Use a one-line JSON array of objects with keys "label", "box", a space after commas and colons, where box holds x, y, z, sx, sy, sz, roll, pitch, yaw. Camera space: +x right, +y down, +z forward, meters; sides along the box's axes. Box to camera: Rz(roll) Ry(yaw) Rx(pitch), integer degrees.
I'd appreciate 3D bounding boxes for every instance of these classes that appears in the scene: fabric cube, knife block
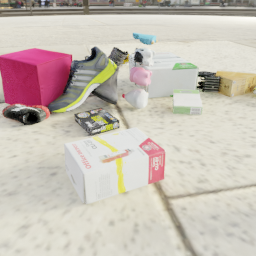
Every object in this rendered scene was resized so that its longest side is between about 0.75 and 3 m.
[{"label": "fabric cube", "box": [-3.051, -1.661, 9.597, 1.729, 1.735, 1.702, 16, 30, 23]}, {"label": "knife block", "box": [3.843, -1.905, 11.226, 2.137, 0.684, 1.876, -14, 31, -23]}]

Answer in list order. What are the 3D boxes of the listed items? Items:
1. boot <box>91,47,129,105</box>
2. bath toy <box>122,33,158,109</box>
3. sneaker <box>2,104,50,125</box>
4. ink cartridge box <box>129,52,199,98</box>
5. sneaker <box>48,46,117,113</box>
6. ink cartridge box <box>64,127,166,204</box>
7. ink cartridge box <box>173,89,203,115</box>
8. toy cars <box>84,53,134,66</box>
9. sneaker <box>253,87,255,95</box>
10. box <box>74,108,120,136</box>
[{"label": "boot", "box": [-0.588, -2.005, 10.013, 0.943, 1.779, 2.702, 25, 17, -26]}, {"label": "bath toy", "box": [0.359, -1.836, 9.203, 0.888, 2.403, 1.045, 14, 19, 16]}, {"label": "sneaker", "box": [-3.148, -0.402, 8.416, 1.450, 0.512, 0.708, 3, 25, 4]}, {"label": "ink cartridge box", "box": [1.304, -2.245, 11.398, 2.018, 1.144, 2.753, -6, 27, -12]}, {"label": "sneaker", "box": [-1.654, -1.586, 9.204, 2.730, 1.105, 1.009, -47, 33, -15]}, {"label": "ink cartridge box", "box": [-0.303, 0.711, 5.919, 1.792, 0.747, 1.301, -13, 29, -25]}, {"label": "ink cartridge box", "box": [1.996, -0.904, 9.532, 0.945, 0.311, 1.299, 3, 32, 6]}, {"label": "toy cars", "box": [-0.929, -3.547, 14.692, 2.796, 0.619, 1.253, -1, 21, 4]}, {"label": "sneaker", "box": [5.348, -1.258, 10.200, 0.591, 0.583, 1.547, -31, 29, -35]}, {"label": "box", "box": [-0.930, -0.214, 8.326, 0.945, 0.261, 1.180, -15, 30, -28]}]
